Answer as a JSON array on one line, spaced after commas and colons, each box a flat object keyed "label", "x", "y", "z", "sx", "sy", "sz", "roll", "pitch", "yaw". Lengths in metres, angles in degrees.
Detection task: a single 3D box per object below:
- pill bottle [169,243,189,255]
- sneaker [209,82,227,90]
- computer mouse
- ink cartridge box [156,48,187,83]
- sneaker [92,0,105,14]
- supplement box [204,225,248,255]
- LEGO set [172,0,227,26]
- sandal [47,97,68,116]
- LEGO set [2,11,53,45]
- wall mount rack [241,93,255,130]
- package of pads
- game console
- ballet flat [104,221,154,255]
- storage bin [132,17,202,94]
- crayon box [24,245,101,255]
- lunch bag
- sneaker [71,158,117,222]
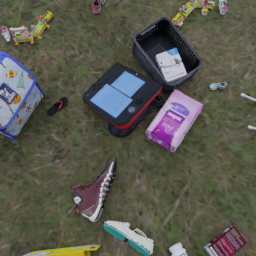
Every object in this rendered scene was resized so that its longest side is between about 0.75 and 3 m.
[{"label": "pill bottle", "x": 1.931, "y": 4.731, "z": 10.086, "sx": 0.590, "sy": 0.590, "sz": 1.014, "roll": -25, "pitch": 73, "yaw": -8}, {"label": "sneaker", "x": 3.946, "y": -1.891, "z": 12.303, "sx": 0.775, "sy": 0.335, "sz": 0.301, "roll": -8, "pitch": 73, "yaw": -3}, {"label": "computer mouse", "x": 0.156, "y": -0.789, "z": 11.765, "sx": 1.827, "sy": 0.695, "sz": 2.638, "roll": 37, "pitch": 76, "yaw": 10}, {"label": "ink cartridge box", "x": 1.859, "y": -2.623, "z": 12.049, "sx": 0.960, "sy": 0.563, "sz": 1.311, "roll": -20, "pitch": 79, "yaw": 2}, {"label": "sneaker", "x": -1.415, "y": -6.159, "z": 13.580, "sx": 0.511, "sy": 0.473, "sz": 1.267, "roll": 10, "pitch": 72, "yaw": 3}, {"label": "supplement box", "x": 3.590, "y": 4.296, "z": 10.305, "sx": 1.380, "sy": 0.420, "sz": 0.751, "roll": -34, "pitch": 75, "yaw": -9}, {"label": "LEGO set", "x": 3.304, "y": -5.830, "z": 13.185, "sx": 2.737, "sy": 1.019, "sz": 1.259, "roll": -15, "pitch": 73, "yaw": -5}, {"label": "sandal", "x": -3.034, "y": -0.943, "z": 12.051, "sx": 1.088, "sy": 0.245, "sz": 0.409, "roll": -42, "pitch": 77, "yaw": -12}, {"label": "LEGO set", "x": -4.543, "y": -4.695, "z": 12.870, "sx": 2.521, "sy": 0.938, "sz": 1.160, "roll": -28, "pitch": 75, "yaw": -8}, {"label": "wall mount rack", "x": 5.728, "y": -0.664, "z": 11.624, "sx": 2.110, "sy": 0.905, "sz": 2.428, "roll": -5, "pitch": 72, "yaw": -1}, {"label": "package of pads", "x": 1.903, "y": -0.332, "z": 11.497, "sx": 1.402, "sy": 0.881, "sz": 2.327, "roll": 31, "pitch": 75, "yaw": 17}, {"label": "game console", "x": -0.336, "y": -1.422, "z": 11.573, "sx": 2.765, "sy": 0.429, "sz": 2.446, "roll": 36, "pitch": 80, "yaw": 33}, {"label": "ballet flat", "x": 0.058, "y": 3.949, "z": 10.391, "sx": 2.034, "sy": 0.730, "sz": 0.730, "roll": 32, "pitch": 75, "yaw": 7}, {"label": "storage bin", "x": 1.601, "y": -3.062, "z": 12.012, "sx": 1.826, "sy": 1.267, "sz": 2.702, "roll": -35, "pitch": 84, "yaw": -9}, {"label": "crayon box", "x": -2.225, "y": 4.519, "z": 9.619, "sx": 2.511, "sy": 1.594, "sz": 0.638, "roll": -6, "pitch": 73, "yaw": -1}, {"label": "lunch bag", "x": -4.711, "y": -1.146, "z": 10.690, "sx": 1.832, "sy": 2.958, "sz": 2.515, "roll": 25, "pitch": 73, "yaw": 8}, {"label": "sneaker", "x": -1.411, "y": 2.168, "z": 10.732, "sx": 1.436, "sy": 0.941, "sz": 2.487, "roll": 17, "pitch": 74, "yaw": 8}]
